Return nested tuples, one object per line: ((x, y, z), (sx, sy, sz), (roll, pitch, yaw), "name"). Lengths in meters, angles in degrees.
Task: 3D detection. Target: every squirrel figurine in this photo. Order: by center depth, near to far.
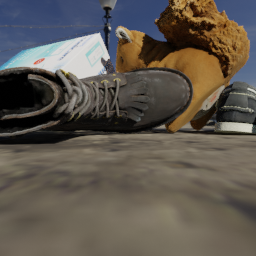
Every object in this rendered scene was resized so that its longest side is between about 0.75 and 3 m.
((0.880, -1.398, 5.411), (2.282, 2.445, 1.730), (44, 29, 23), "squirrel figurine")

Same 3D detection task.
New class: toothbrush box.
((-1.850, -1.021, 6.278), (2.575, 1.098, 1.885), (1, 41, 31), "toothbrush box")

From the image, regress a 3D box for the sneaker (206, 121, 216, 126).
((3.980, -0.245, 14.192), (0.819, 0.306, 0.435), (10, -6, -15), "sneaker")

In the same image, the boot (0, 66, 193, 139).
((-0.479, -0.286, 3.396), (2.926, 1.013, 2.547), (-8, 3, 3), "boot")

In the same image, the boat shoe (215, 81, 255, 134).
((2.091, -0.314, 5.187), (0.885, 0.833, 2.463), (-1, -1, 23), "boat shoe")
